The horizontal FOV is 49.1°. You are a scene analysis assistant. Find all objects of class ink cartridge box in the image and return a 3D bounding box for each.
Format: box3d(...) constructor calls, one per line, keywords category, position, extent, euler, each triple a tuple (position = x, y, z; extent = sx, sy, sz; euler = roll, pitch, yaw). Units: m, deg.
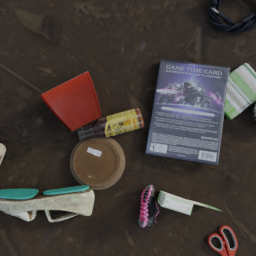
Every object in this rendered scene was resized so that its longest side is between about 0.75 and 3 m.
box3d(category="ink cartridge box", position=(1.561, 2.054, 7.384), extent=(1.487, 1.082, 0.357), euler=(18, 82, 2))

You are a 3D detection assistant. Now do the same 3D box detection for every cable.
box3d(category="cable", position=(3.432, -3.671, 8.570), extent=(1.847, 0.469, 1.507), euler=(-2, 81, -1))

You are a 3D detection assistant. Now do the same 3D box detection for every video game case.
box3d(category="video game case", position=(1.723, -0.499, 8.103), extent=(2.039, 0.271, 2.855), euler=(9, 81, 6))

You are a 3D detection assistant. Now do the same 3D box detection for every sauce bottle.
box3d(category="sauce bottle", position=(-0.492, -0.055, 7.966), extent=(1.858, 0.613, 0.613), euler=(-17, 82, -1))

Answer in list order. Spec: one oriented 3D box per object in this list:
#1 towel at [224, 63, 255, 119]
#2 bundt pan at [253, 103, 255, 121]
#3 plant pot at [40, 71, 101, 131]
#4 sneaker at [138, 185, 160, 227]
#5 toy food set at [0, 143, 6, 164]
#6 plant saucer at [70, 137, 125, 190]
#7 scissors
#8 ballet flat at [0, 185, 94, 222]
box3d(category="towel", position=(3.265, -1.093, 8.334), extent=(1.506, 0.231, 1.124), euler=(-37, 81, -3))
box3d(category="bundt pan", position=(4.112, -0.441, 8.114), extent=(1.043, 0.391, 1.043), euler=(0, 81, 1))
box3d(category="plant pot", position=(-1.427, -0.653, 7.732), extent=(1.361, 1.360, 1.199), euler=(-27, 97, -4))
box3d(category="sneaker", position=(0.644, 2.166, 7.755), extent=(0.545, 0.452, 1.143), euler=(12, 83, -18))
box3d(category="toy food set", position=(-3.993, 0.732, 7.444), extent=(1.218, 0.368, 0.874), euler=(14, 42, -12))
box3d(category="plant saucer", position=(-0.882, 0.964, 7.983), extent=(1.604, 0.236, 1.604), euler=(0, 81, 1))
box3d(category="scissors", position=(2.861, 3.736, 7.592), extent=(0.770, 0.147, 2.105), euler=(-22, 80, -5))
box3d(category="ballet flat", position=(-2.343, 2.084, 7.474), extent=(2.878, 0.971, 0.897), euler=(-3, 91, 0))
